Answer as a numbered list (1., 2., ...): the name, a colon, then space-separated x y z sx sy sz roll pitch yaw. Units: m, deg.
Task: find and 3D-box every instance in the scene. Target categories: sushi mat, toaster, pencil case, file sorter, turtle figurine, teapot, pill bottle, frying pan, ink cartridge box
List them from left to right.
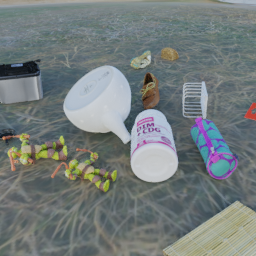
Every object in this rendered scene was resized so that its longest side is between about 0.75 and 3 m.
1. frying pan: -4.376 0.323 10.282 1.144 0.186 0.692 28 41 35
2. toaster: -5.168 -2.288 13.468 2.348 1.393 2.123 -11 32 -17
3. turtle figurine: -2.946 0.803 8.910 1.901 0.759 2.358 -3 20 -21
4. turtle figurine: -1.206 1.316 8.170 1.539 0.615 1.909 22 23 17
5. teapot: -0.911 -0.840 10.573 2.746 2.032 2.782 -7 48 38
6. pill bottle: 0.775 0.447 8.916 1.356 1.356 2.392 1 31 1
7. file sorter: 2.845 -1.226 12.052 0.950 1.059 1.526 2 31 9
8. pencil case: 2.706 0.584 9.017 0.948 1.030 2.228 -30 27 13
9. sushi mat: 2.213 2.631 6.423 2.666 0.161 1.275 -19 37 -29
10. ink cartridge box: 6.197 -0.687 11.678 2.126 0.607 1.728 22 37 26

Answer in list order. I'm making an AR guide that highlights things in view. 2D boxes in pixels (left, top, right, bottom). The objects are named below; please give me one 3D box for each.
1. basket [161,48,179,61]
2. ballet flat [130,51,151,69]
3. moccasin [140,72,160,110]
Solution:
1. basket: 2.812 -4.991 18.647 1.019 0.727 0.759 27 41 37
2. ballet flat: 0.968 -4.160 17.357 0.822 0.822 2.325 17 34 26
3. moccasin: 0.975 -1.695 12.579 0.847 0.894 2.315 -20 39 32
